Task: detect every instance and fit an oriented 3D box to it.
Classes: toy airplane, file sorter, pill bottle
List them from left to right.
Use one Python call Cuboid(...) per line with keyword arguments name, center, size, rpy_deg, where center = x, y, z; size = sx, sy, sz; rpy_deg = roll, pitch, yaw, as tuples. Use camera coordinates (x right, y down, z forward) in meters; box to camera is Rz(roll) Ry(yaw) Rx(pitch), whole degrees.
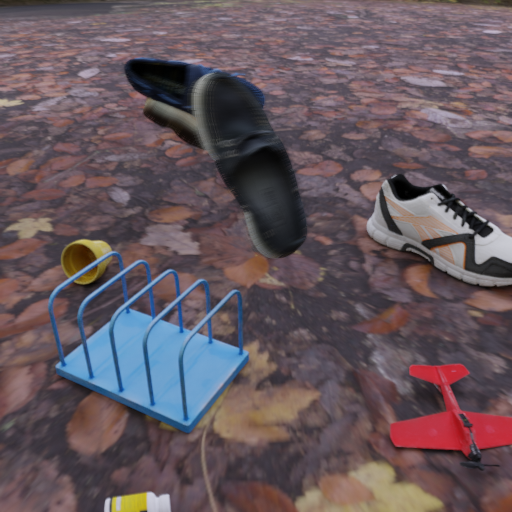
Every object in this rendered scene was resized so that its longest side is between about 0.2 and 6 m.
Cuboid(name="pill bottle", center=(-1.330, 2.901, 6.319), size=(0.707, 0.393, 0.393), rpy_deg=(-6, 32, -9))
Cuboid(name="file sorter", center=(-1.563, 1.090, 8.235), size=(2.421, 1.485, 1.680), rpy_deg=(15, 34, 24))
Cuboid(name="toy airplane", center=(2.722, 2.100, 7.660), size=(1.927, 0.354, 1.927), rpy_deg=(2, 32, -1))

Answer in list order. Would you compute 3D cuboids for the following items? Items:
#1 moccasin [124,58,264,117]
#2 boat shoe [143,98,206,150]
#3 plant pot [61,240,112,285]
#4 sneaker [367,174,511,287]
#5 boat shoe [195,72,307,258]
Cuboid(name="moccasin", center=(-1.272, -3.243, 11.117), size=(2.842, 1.143, 0.969), rpy_deg=(10, 5, 4))
Cuboid(name="boat shoe", center=(-1.563, -3.098, 12.582), size=(0.713, 1.989, 0.757), rpy_deg=(-10, 62, 43))
Cuboid(name="plant pot", center=(-3.155, 0.048, 10.664), size=(0.812, 0.812, 0.764), rpy_deg=(8, 17, 12))
Cuboid(name="sneaker", center=(3.799, -0.544, 10.995), size=(3.545, 1.418, 1.307), rpy_deg=(24, 38, 32))
Cuboid(name="boat shoe", center=(-0.012, -1.182, 7.168), size=(0.967, 2.588, 0.858), rpy_deg=(-19, 6, -14))
